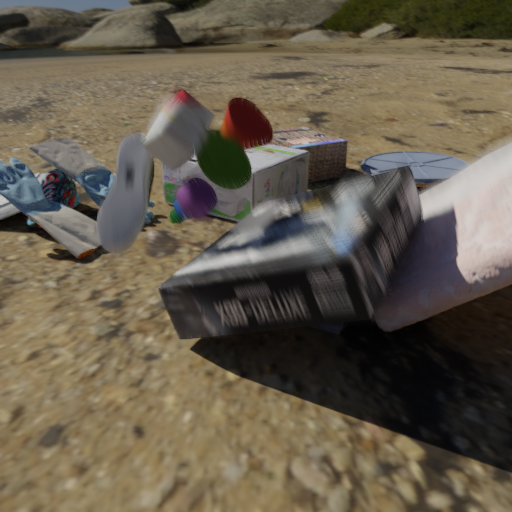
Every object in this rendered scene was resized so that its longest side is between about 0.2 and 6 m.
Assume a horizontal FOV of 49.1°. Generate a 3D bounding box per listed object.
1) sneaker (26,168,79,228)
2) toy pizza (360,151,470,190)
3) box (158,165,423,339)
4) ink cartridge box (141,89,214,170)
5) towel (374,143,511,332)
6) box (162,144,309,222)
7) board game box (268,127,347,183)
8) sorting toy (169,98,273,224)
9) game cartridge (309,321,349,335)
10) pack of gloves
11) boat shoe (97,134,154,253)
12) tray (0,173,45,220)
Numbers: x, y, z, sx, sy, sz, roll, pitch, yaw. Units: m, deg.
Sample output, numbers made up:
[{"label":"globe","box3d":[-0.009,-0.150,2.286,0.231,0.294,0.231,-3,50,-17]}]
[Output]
[{"label":"sneaker","box3d":[-4.559,-1.339,12.383,0.886,1.067,2.233,-3,25,-6]},{"label":"toy pizza","box3d":[4.271,-2.255,15.055,2.918,0.462,2.918,-1,24,0]},{"label":"box","box3d":[0.738,-0.137,8.647,2.940,0.928,3.728,-10,19,31]},{"label":"ink cartridge box","box3d":[-1.206,-1.925,8.628,0.657,0.660,0.908,-20,40,49]},{"label":"towel","box3d":[3.440,-0.562,8.514,3.491,0.563,3.334,-30,20,30]},{"label":"box","box3d":[-0.467,-1.890,13.283,2.660,1.286,2.347,16,30,30]},{"label":"board game box","box3d":[1.229,-2.823,15.586,1.674,1.017,2.099,-13,27,-26]},{"label":"sorting toy","box3d":[-0.724,-1.517,9.523,1.054,1.061,3.060,-34,21,42]},{"label":"game cartridge","box3d":[1.181,0.793,8.892,0.785,0.233,1.211,17,30,24]},{"label":"pack of gloves","box3d":[-4.033,-1.219,12.134,3.305,0.652,2.777,37,35,14]},{"label":"boat shoe","box3d":[-2.085,-0.996,9.417,0.750,0.619,2.185,4,67,8]},{"label":"tray","box3d":[-5.562,-1.400,12.980,1.306,0.270,2.432,-20,26,2]}]
